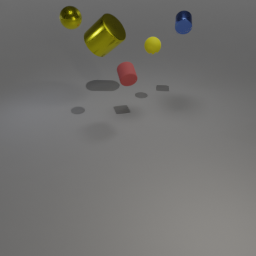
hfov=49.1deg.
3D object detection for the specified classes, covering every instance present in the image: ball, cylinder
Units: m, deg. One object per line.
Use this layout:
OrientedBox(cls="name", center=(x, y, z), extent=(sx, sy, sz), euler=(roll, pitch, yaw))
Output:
OrientedBox(cls="ball", center=(1.033, -3.449, 11.726), extent=(0.700, 0.700, 0.700), euler=(0, 32, 0))
OrientedBox(cls="cylinder", center=(-1.050, -4.187, 12.720), extent=(1.400, 1.400, 1.400), euler=(-28, 13, 38))
OrientedBox(cls="cylinder", center=(2.327, -4.417, 11.725), extent=(0.700, 0.700, 0.700), euler=(4, 52, 7))
OrientedBox(cls="ball", center=(-1.809, -3.484, 8.857), extent=(0.700, 0.700, 0.700), euler=(0, 32, 0))
OrientedBox(cls="cylinder", center=(-0.040, -2.144, 11.132), extent=(0.700, 0.700, 0.700), euler=(-8, 56, -12))
